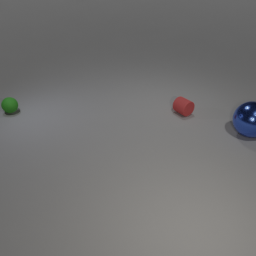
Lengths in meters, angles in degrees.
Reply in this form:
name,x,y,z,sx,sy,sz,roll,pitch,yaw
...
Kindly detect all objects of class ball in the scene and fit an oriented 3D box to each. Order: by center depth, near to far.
name,x,y,z,sx,sy,sz,roll,pitch,yaw
ball,4.767,-0.330,10.782,1.400,1.400,1.400,0,33,0
ball,-5.245,-1.014,12.423,0.700,0.700,0.700,0,33,0

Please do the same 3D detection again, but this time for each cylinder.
name,x,y,z,sx,sy,sz,roll,pitch,yaw
cylinder,2.466,-0.962,12.445,0.700,0.700,0.700,-20,37,-28
